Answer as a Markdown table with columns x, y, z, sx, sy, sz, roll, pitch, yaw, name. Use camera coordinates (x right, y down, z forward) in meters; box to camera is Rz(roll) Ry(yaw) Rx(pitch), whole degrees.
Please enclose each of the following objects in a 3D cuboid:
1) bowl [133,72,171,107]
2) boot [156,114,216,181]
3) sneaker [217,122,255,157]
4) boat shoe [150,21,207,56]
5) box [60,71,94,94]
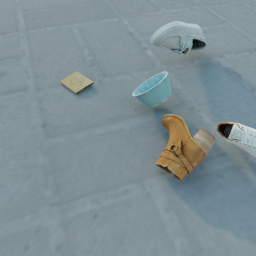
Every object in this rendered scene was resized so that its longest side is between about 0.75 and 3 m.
| x | y | z | sx | sy | sz | roll | pitch | yaw | name |
| --- | --- | --- | --- | --- | --- | --- | --- | --- | --- |
| 0.842 | -1.122 | 8.706 | 1.268 | 0.663 | 1.268 | -32 | 20 | 13 | bowl |
| 1.212 | 0.473 | 7.375 | 1.409 | 0.696 | 1.815 | -49 | 49 | -9 | boot |
| 2.985 | 0.316 | 6.940 | 0.780 | 0.670 | 1.842 | 14 | 8 | -38 | sneaker |
| 2.028 | -3.239 | 10.381 | 2.845 | 0.992 | 1.013 | -19 | 73 | -41 | boat shoe |
| -1.803 | -1.605 | 9.856 | 0.780 | 0.102 | 0.954 | -38 | 55 | -26 | box |
